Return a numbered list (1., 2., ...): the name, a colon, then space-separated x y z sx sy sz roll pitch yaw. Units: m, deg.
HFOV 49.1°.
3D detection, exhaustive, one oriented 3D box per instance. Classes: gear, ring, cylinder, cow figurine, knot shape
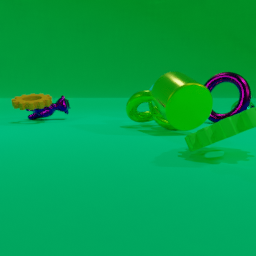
1. gear: -2.985 -0.826 8.736 1.164 0.215 1.164 0 21 0
2. ring: 2.884 -0.908 8.439 1.592 1.592 0.318 6 -2 43
3. gear: 1.431 0.001 3.965 1.246 0.231 1.246 -21 -9 -3
4. cylinder: 1.169 -0.624 6.269 1.065 1.065 1.065 -2 24 -14
5. cow figurine: -2.786 -0.706 9.993 1.314 0.721 1.293 -12 4 33
6. knot shape: 1.085 -0.542 7.771 2.032 0.939 1.902 8 9 21

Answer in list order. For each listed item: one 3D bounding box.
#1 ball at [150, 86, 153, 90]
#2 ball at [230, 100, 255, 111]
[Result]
1. ball: 1.372 -1.038 10.013 1.380 1.380 1.380 0 7 0
2. ball: 3.565 -0.517 8.688 0.738 0.738 0.738 0 7 0
